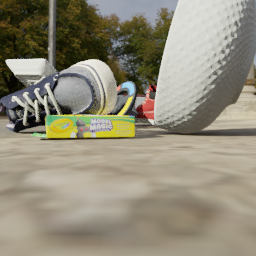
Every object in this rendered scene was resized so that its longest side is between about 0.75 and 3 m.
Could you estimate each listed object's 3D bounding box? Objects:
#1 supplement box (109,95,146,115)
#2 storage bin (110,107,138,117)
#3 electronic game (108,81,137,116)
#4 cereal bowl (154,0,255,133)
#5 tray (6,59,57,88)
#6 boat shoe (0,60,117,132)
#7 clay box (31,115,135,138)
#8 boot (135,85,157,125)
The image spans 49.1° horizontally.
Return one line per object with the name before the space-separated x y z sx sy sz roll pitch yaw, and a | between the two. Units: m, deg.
supplement box | -0.380 -0.738 11.276 2.474 1.060 1.365 -3 0 -25
storage bin | -0.187 -0.518 9.555 0.773 0.714 1.063 -35 3 -32
electronic game | -0.286 -0.662 7.866 0.314 1.507 1.507 33 -16 -30
cereal bowl | 1.472 -1.227 4.890 1.220 2.931 2.931 17 7 15
tray | -2.122 -0.919 7.858 1.420 0.293 2.644 7 -28 27
boat shoe | -1.422 -0.407 5.090 1.327 1.069 2.862 -25 8 -33
clay box | -0.684 -0.027 4.203 1.425 0.339 0.819 1 1 -15
boot | 0.555 -0.857 9.780 1.891 1.364 0.685 7 28 35
